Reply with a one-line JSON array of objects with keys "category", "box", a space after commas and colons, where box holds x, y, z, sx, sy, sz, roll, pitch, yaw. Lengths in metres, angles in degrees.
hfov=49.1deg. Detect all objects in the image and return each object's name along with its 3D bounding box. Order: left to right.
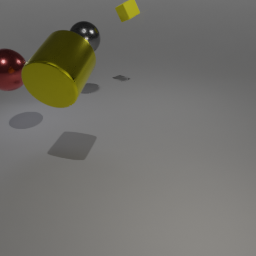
[{"category": "ball", "box": [-4.062, -1.938, 9.373, 1.400, 1.400, 1.400, 0, 29, 0]}, {"category": "cylinder", "box": [-1.668, -1.458, 6.958, 1.400, 1.400, 1.400, 7, 49, 13]}, {"category": "ball", "box": [-1.908, -3.940, 12.288, 1.400, 1.400, 1.400, 0, 29, 0]}, {"category": "cube", "box": [-0.023, -5.344, 12.728, 0.700, 0.700, 0.700, -40, 26, -25]}]
